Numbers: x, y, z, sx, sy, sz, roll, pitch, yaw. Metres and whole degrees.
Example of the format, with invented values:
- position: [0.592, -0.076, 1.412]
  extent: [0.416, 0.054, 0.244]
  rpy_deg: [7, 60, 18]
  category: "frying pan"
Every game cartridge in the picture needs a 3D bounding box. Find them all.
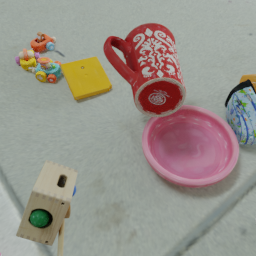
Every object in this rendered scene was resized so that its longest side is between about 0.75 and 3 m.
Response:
- position: [-1.506, -1.822, 10.095]
  extent: [1.435, 0.264, 1.628]
  rpy_deg: [-18, 63, -18]
  category: "game cartridge"

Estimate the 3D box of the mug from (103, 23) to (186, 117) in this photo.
- position: [0.443, -1.487, 7.427]
  extent: [2.060, 1.548, 2.321]
  rpy_deg: [-6, 47, -1]
  category: "mug"

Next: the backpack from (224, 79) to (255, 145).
- position: [3.617, -0.329, 8.502]
  extent: [1.332, 1.414, 1.733]
  rpy_deg: [-26, 63, -8]
  category: "backpack"

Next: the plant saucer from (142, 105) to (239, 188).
- position: [1.748, 0.538, 8.156]
  extent: [2.725, 0.691, 2.725]
  rpy_deg: [0, 52, 0]
  category: "plant saucer"

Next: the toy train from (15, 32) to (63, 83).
- position: [-3.167, -2.848, 10.674]
  extent: [2.003, 0.742, 2.666]
  rpy_deg: [-37, 61, -24]
  category: "toy train"

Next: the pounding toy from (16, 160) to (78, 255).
- position: [-0.835, 0.935, 3.116]
  extent: [0.571, 0.740, 0.803]
  rpy_deg: [21, 20, -11]
  category: "pounding toy"

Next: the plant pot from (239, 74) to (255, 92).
- position: [4.316, -1.395, 9.472]
  extent: [0.977, 1.067, 1.067]
  rpy_deg: [16, 53, 31]
  category: "plant pot"

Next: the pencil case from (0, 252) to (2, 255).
- position: [-3.225, 3.578, 5.697]
  extent: [0.888, 0.928, 2.145]
  rpy_deg: [3, 51, -9]
  category: "pencil case"
